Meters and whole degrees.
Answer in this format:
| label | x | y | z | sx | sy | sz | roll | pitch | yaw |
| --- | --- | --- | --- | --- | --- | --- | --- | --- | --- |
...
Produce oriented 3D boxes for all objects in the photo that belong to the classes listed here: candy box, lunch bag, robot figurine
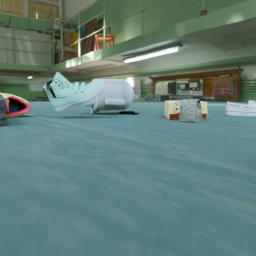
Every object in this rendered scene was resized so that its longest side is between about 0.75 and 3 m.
| label | x | y | z | sx | sy | sz | roll | pitch | yaw |
| --- | --- | --- | --- | --- | --- | --- | --- | --- | --- |
| candy box | 2.200 | -0.740 | 11.046 | 1.377 | 0.660 | 2.386 | 0 | 6 | 4 |
| lunch bag | 2.058 | -0.576 | 9.173 | 0.631 | 0.769 | 0.452 | 5 | 9 | 43 |
| robot figurine | -0.829 | -1.529 | 12.964 | 2.578 | 1.456 | 2.186 | -3 | 32 | -21 |

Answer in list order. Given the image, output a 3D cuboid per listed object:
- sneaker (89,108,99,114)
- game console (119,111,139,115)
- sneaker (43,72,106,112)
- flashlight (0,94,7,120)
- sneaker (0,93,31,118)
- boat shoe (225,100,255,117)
| label | x | y | z | sx | sy | sz | roll | pitch | yaw |
| --- | --- | --- | --- | --- | --- | --- | --- | --- | --- |
| sneaker | -1.604 | -0.841 | 13.540 | 0.456 | 0.284 | 0.773 | -8 | 6 | -12 |
| game console | 0.123 | -0.722 | 13.259 | 0.677 | 0.138 | 1.148 | -4 | 8 | -32 |
| sneaker | -1.967 | -1.508 | 10.082 | 2.176 | 1.284 | 0.801 | -22 | 32 | 8 |
| flashlight | -4.345 | -0.628 | 8.773 | 1.010 | 1.006 | 2.971 | 8 | 7 | -23 |
| sneaker | -5.098 | -0.917 | 10.686 | 2.920 | 1.141 | 1.319 | -6 | 11 | -44 |
| boat shoe | 5.208 | -0.838 | 11.830 | 2.075 | 0.682 | 0.747 | 4 | 8 | 34 |
